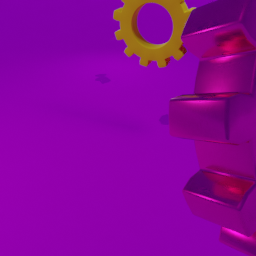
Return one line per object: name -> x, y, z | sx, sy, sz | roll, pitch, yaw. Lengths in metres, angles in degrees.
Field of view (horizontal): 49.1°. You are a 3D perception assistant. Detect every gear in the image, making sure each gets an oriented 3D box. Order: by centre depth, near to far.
gear -> 1.067, -0.115, 1.797 | 1.863, 1.863, 0.345 | -23, 17, -32
gear -> 0.543, -2.130, 5.785 | 1.725, 1.725, 0.319 | 14, 37, 20
